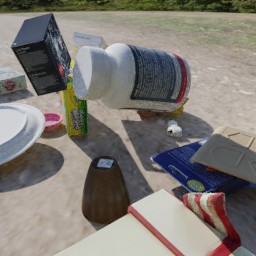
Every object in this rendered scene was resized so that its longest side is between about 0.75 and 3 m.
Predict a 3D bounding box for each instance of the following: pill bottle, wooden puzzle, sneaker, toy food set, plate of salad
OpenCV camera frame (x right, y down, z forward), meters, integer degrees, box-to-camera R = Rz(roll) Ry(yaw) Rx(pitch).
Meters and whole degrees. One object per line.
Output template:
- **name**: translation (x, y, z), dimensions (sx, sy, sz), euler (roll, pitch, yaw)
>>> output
- **pill bottle**: translation (0.081, -1.113, 6.293), dimensions (2.398, 1.434, 1.434), euler (1, 23, -32)
- **wooden puzzle**: translation (2.443, 0.618, 5.690), dimensions (1.895, 0.439, 1.755), euler (14, 30, 32)
- **sneaker**: translation (1.231, -0.001, 7.863), dimensions (0.376, 0.283, 0.756), euler (-7, 28, -13)
- **toy food set**: translation (0.837, -0.700, 8.942), dimensions (2.144, 0.700, 1.261), euler (4, 3, 4)
- **plate of salad**: translation (-3.459, 0.229, 7.015), dimensions (2.811, 0.675, 2.811), euler (-4, 37, 3)

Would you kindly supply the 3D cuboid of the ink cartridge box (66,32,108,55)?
- **ink cartridge box**: translation (-1.175, -2.519, 8.896), dimensions (0.977, 0.562, 1.668), euler (14, -5, 13)

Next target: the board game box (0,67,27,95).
- **board game box**: translation (-5.138, -1.932, 11.285), dimensions (1.379, 0.601, 1.869), euler (-23, 34, -36)

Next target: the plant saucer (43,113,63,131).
- **plant saucer**: translation (-2.381, -0.165, 8.236), dimensions (0.932, 0.236, 0.932), euler (0, 28, 0)

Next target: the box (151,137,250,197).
- **box**: translation (1.894, 0.789, 6.154), dimensions (2.527, 0.409, 1.531), euler (-13, 31, -28)

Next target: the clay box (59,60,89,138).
- **clay box**: translation (-1.655, -0.912, 8.234), dimensions (0.645, 1.556, 2.708), euler (-7, 27, -15)

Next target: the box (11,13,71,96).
- **box**: translation (-1.995, -1.778, 6.750), dimensions (0.766, 1.340, 1.471), euler (-12, 44, 6)

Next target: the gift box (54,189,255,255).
- **gift box**: translation (0.324, 1.938, 1.717), dimensions (2.401, 2.571, 2.373), euler (-18, 37, -34)

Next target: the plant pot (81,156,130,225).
- **plant pot**: translation (-0.412, 1.038, 5.070), dimensions (0.926, 0.990, 0.926), euler (0, 27, 0)
